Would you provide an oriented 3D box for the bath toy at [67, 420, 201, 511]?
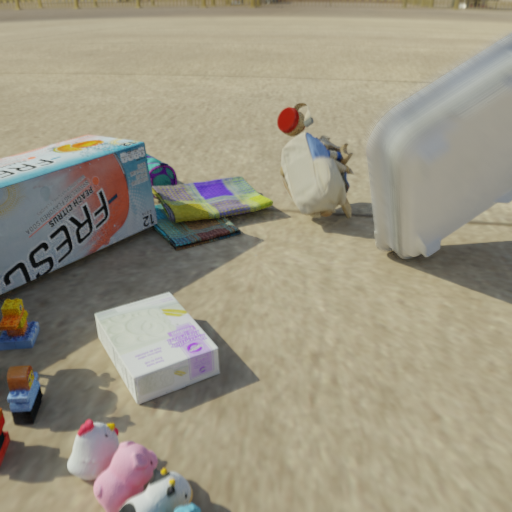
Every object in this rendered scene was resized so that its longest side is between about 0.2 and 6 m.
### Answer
[{"bbox_3d":[-1.127,1.997,5.011,0.712,0.605,1.637,-24,36,-37],"label":"bath toy"}]

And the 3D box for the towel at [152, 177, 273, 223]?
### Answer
[{"bbox_3d":[-0.886,-1.123,10.770,2.090,0.238,1.501,-9,31,-21],"label":"towel"}]

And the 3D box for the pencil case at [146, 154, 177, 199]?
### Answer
[{"bbox_3d":[-2.403,-1.804,11.856,0.816,0.751,1.765,6,17,-43],"label":"pencil case"}]

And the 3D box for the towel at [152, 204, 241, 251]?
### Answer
[{"bbox_3d":[-1.261,-0.662,10.346,1.317,0.195,1.796,-17,33,-26],"label":"towel"}]

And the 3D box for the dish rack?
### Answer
[{"bbox_3d":[2.988,-1.293,8.067,2.820,3.286,0.715,-32,56,-4],"label":"dish rack"}]

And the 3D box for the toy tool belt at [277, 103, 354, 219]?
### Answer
[{"bbox_3d":[1.151,-1.719,10.554,1.296,1.316,2.108,9,59,-47],"label":"toy tool belt"}]

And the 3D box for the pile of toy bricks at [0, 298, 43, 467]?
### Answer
[{"bbox_3d":[-3.197,0.950,6.091,1.569,1.396,2.828,-3,29,-6],"label":"pile of toy bricks"}]

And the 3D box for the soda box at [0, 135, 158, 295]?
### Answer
[{"bbox_3d":[-3.876,-0.520,8.553,1.669,1.552,4.880,15,32,36],"label":"soda box"}]

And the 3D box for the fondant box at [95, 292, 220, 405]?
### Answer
[{"bbox_3d":[-1.242,1.072,6.898,1.051,0.424,1.457,-16,33,-27],"label":"fondant box"}]
